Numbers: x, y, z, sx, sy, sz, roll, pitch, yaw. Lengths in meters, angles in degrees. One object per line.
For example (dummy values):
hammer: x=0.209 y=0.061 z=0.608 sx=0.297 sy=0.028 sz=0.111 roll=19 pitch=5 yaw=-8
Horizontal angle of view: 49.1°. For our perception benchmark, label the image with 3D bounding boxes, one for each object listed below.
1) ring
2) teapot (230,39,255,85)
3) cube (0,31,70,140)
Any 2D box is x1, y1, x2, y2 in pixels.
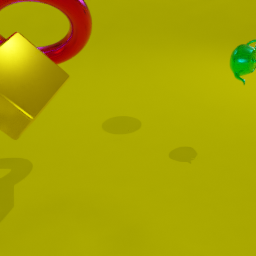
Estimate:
ring: x=-1.577 y=-1.684 z=4.685 sx=1.963 sy=1.963 sz=0.393 roll=-7 pitch=67 yaw=-12
teapot: x=2.410 y=-1.349 z=5.737 sx=0.513 sy=1.047 sz=0.651 roll=18 pitch=-8 yaw=42
cube: x=-1.694 y=-0.597 z=4.242 sx=0.998 sy=0.998 sz=0.998 roll=-29 pitch=26 yaw=50
